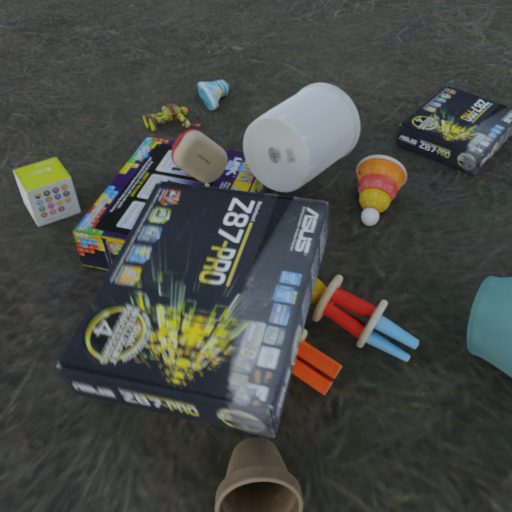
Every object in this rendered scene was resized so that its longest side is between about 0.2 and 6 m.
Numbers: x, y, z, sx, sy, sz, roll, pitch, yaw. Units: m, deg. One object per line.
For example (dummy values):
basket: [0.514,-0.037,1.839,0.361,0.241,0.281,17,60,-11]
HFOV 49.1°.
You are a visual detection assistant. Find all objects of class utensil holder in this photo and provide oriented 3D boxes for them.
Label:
utensil holder: [0.943,-2.477,11.766,1.741,1.741,2.048,27,44,25]

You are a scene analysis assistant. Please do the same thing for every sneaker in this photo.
sneaker: [-1.118,-4.728,16.275,0.896,0.546,1.373,-15,46,-13]

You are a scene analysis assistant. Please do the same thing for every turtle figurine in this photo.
turtle figurine: [-2.343,-3.813,15.313,1.297,0.518,1.609,-26,49,-25]

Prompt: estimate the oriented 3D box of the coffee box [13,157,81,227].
coffee box: [-4.643,-1.436,12.443,0.997,0.987,0.998,-24,48,-23]

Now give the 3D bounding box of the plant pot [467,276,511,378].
plant pot: [4.592,1.211,9.060,1.947,2.072,2.072,14,43,36]

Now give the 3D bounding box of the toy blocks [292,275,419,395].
toy blocks: [1.225,1.356,9.458,2.653,0.963,2.211,30,58,15]

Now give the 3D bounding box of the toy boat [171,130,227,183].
toy boat: [-1.219,-2.062,11.433,0.830,1.272,0.832,-55,42,5]

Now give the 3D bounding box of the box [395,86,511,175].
box: [5.338,-3.365,14.718,2.258,0.688,2.801,31,51,25]

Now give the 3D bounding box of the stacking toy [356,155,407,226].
stacking toy: [2.662,-1.354,12.502,1.152,1.152,1.576,13,60,14]

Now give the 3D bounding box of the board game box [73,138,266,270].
board game box: [-1.636,-1.028,12.000,2.997,1.028,3.626,12,44,10]

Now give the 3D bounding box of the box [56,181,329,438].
box: [-0.747,0.576,8.719,3.135,0.955,3.889,10,51,13]

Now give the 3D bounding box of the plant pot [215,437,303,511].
plant pot: [0.007,3.095,7.702,1.157,1.157,1.009,-3,25,-3]
